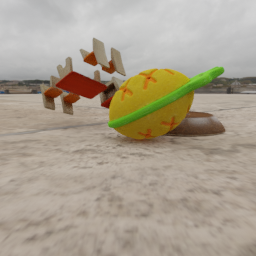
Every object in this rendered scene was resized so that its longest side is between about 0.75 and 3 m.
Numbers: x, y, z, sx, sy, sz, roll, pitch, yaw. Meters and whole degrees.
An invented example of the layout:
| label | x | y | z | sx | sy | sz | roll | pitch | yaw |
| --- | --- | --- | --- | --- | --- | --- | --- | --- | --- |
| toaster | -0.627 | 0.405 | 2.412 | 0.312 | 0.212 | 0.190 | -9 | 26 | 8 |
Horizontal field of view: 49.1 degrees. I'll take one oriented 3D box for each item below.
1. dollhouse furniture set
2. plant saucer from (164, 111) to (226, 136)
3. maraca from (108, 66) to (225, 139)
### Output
| label | x | y | z | sx | sy | sz | roll | pitch | yaw |
| --- | --- | --- | --- | --- | --- | --- | --- | --- | --- |
| dollhouse furniture set | -1.097 | -1.227 | 9.235 | 2.682 | 1.382 | 2.653 | -31 | -28 | 31 |
| plant saucer | 1.564 | -0.214 | 8.382 | 2.606 | 0.477 | 2.606 | 0 | 8 | 0 |
| maraca | 0.805 | -0.696 | 6.494 | 2.869 | 1.535 | 1.967 | -26 | 10 | 15 |
